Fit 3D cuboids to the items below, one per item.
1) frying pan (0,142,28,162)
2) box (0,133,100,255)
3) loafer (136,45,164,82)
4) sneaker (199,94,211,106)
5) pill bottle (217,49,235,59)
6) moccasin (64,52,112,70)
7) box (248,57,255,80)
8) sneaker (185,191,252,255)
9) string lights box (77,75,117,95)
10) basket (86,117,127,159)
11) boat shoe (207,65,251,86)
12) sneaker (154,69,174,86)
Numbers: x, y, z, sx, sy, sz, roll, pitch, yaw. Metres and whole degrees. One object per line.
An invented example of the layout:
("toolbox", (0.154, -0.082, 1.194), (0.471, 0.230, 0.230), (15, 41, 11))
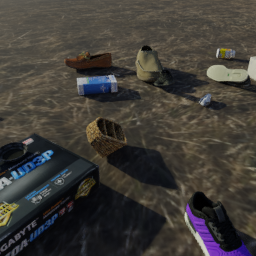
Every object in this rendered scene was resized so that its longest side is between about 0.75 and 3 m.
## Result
("frying pan", (-2.702, 0.662, 6.166), (0.692, 0.186, 1.144), (11, 35, 19))
("box", (-2.354, 1.327, 5.898), (2.281, 0.660, 2.870), (21, 37, 31))
("loafer", (0.888, -2.922, 12.551), (1.136, 1.007, 2.987), (-6, 32, -10))
("sneaker", (2.857, -0.996, 10.158), (0.303, 0.288, 0.754), (31, 47, 26))
("pill bottle", (5.121, -3.894, 14.667), (0.870, 0.475, 0.475), (7, 32, 10))
("moccasin", (-1.879, -3.252, 13.235), (2.231, 0.861, 0.816), (-3, 31, -4))
("box", (6.660, -2.689, 12.288), (2.594, 0.887, 1.066), (-10, 33, -15))
("sneaker", (1.585, 1.799, 4.930), (0.611, 0.873, 1.756), (-13, 33, -21))
("string lights box", (-1.229, -1.714, 11.108), (1.513, 0.446, 0.777), (-6, 32, -10))
("basket", (-0.590, 0.115, 7.501), (0.812, 0.778, 1.090), (-31, 29, 9))
("boat shoe", (4.225, -2.173, 11.865), (0.665, 0.707, 1.968), (24, 1, -43))
("sneaker", (1.373, -1.971, 10.961), (0.415, 0.621, 1.085), (-18, 10, -23))
